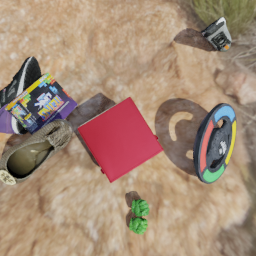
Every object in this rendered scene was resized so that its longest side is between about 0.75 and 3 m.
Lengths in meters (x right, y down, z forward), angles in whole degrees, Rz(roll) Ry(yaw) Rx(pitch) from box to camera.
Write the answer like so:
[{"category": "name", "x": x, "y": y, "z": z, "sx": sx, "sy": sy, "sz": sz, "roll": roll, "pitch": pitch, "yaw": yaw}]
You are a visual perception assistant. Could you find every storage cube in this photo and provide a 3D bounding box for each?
[{"category": "storage cube", "x": -0.207, "y": 0.278, "z": 7.177, "sx": 1.698, "sy": 1.452, "sz": 1.526, "roll": -32, "pitch": 91, "yaw": -4}]

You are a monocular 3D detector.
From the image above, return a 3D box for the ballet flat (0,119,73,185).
[{"category": "ballet flat", "x": -2.227, "y": 0.667, "z": 6.410, "sx": 2.530, "sy": 0.852, "sz": 0.586, "roll": -34, "pitch": 23, "yaw": 23}]

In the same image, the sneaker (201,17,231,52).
[{"category": "sneaker", "x": 3.013, "y": -2.992, "z": 9.162, "sx": 0.769, "sy": 2.081, "sz": 0.825, "roll": -33, "pitch": 80, "yaw": 27}]

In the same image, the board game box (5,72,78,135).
[{"category": "board game box", "x": -2.432, "y": -0.620, "z": 8.066, "sx": 1.327, "sy": 0.455, "sz": 1.605, "roll": 47, "pitch": 54, "yaw": -15}]

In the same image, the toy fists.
[{"category": "toy fists", "x": 0.295, "y": 2.216, "z": 7.001, "sx": 0.435, "sy": 0.293, "sz": 0.853, "roll": 3, "pitch": 80, "yaw": 22}]

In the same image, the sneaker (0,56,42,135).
[{"category": "sneaker", "x": -3.525, "y": -1.113, "z": 8.597, "sx": 1.187, "sy": 1.027, "sz": 2.712, "roll": 2, "pitch": 62, "yaw": 8}]

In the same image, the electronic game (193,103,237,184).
[{"category": "electronic game", "x": 2.299, "y": 0.409, "z": 7.215, "sx": 0.443, "sy": 2.127, "sz": 2.127, "roll": 16, "pitch": 59, "yaw": 40}]
